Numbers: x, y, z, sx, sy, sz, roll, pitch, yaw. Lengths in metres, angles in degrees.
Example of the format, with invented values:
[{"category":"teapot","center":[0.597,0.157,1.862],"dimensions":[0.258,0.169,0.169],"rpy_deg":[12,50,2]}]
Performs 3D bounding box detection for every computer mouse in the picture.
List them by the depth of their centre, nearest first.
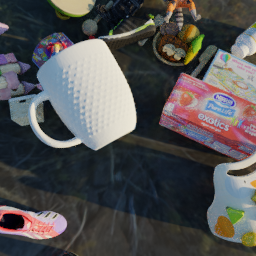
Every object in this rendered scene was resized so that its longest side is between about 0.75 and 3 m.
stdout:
[{"category":"computer mouse","center":[-0.168,-4.070,9.456],"dimensions":[1.205,0.459,1.741],"rpy_deg":[45,80,-15]}]

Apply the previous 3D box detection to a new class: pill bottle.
[{"category":"pill bottle","center":[3.984,-2.832,8.987],"dimensions":[1.406,0.733,0.733],"rpy_deg":[-40,77,-10]}]

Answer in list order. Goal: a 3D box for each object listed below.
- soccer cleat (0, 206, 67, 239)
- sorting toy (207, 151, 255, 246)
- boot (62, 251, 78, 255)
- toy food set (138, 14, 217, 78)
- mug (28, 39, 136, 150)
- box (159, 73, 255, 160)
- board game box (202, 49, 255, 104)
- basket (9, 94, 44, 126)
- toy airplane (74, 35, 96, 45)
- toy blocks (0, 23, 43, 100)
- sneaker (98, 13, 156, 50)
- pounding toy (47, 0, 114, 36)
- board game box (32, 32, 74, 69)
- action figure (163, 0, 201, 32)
[{"category":"soccer cleat","center":[-2.371,2.351,6.844],"dimensions":[2.156,0.825,0.719],"rpy_deg":[27,71,-37]},{"category":"sorting toy","center":[3.070,1.577,7.018],"dimensions":[2.294,1.225,2.065],"rpy_deg":[-23,104,-7]},{"category":"boot","center":[-1.417,3.392,6.977],"dimensions":[0.993,0.750,0.358],"rpy_deg":[27,73,33]},{"category":"toy food set","center":[1.590,-2.783,9.080],"dimensions":[2.350,0.472,1.622],"rpy_deg":[33,76,11]},{"category":"mug","center":[-1.236,-0.599,7.523],"dimensions":[2.829,2.089,2.481],"rpy_deg":[-29,88,-21]},{"category":"box","center":[2.359,-0.268,7.897],"dimensions":[2.636,1.352,1.248],"rpy_deg":[25,74,9]},{"category":"board game box","center":[3.532,-1.250,8.673],"dimensions":[2.371,0.406,1.594],"rpy_deg":[28,76,8]},{"category":"basket","center":[-2.961,-0.516,8.250],"dimensions":[0.799,0.806,0.648],"rpy_deg":[-11,75,-3]},{"category":"toy airplane","center":[-1.282,-2.518,9.157],"dimensions":[1.220,0.224,1.220],"rpy_deg":[0,74,-1]},{"category":"toy blocks","center":[-3.906,-1.759,8.407],"dimensions":[1.934,2.297,2.147],"rpy_deg":[-25,85,-41]},{"category":"sneaker","center":[-0.085,-3.170,9.046],"dimensions":[2.013,0.722,0.834],"rpy_deg":[-18,82,-10]},{"category":"pounding toy","center":[-1.885,-4.174,9.403],"dimensions":[2.283,1.059,1.762],"rpy_deg":[35,62,-20]},{"category":"board game box","center":[-2.317,-2.348,8.929],"dimensions":[1.371,0.338,1.736],"rpy_deg":[-41,73,-4]},{"category":"action figure","center":[1.328,-4.080,9.035],"dimensions":[1.890,0.989,1.828],"rpy_deg":[-10,65,8]}]
